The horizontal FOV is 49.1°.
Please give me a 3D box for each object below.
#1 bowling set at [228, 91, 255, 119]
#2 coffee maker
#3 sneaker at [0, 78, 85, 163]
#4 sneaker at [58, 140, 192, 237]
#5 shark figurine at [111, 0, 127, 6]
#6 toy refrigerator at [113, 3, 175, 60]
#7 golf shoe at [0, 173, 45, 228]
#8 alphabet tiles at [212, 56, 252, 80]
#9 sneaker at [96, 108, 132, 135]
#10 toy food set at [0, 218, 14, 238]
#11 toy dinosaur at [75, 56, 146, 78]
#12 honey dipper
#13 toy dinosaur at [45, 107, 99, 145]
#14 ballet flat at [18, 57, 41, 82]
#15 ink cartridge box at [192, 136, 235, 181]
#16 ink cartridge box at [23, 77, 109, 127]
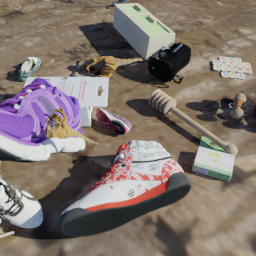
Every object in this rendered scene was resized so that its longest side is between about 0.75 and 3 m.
[{"bbox_3d":[3.885,-0.717,7.412,2.201,1.532,1.182,14,49,18],"label":"bowling set"},{"bbox_3d":[1.518,-2.122,9.267,1.274,0.893,1.326,44,58,6],"label":"coffee maker"},{"bbox_3d":[-1.519,-0.182,4.085,1.179,1.220,2.924,3,2,11],"label":"sneaker"},{"bbox_3d":[-0.208,1.156,5.970,2.811,0.939,1.507,-15,47,-18],"label":"sneaker"},{"bbox_3d":[-0.174,-5.841,12.960,0.648,1.085,0.453,-10,82,-49],"label":"shark figurine"},{"bbox_3d":[0.512,-3.736,10.511,1.078,0.994,2.841,-14,47,-22],"label":"toy refrigerator"},{"bbox_3d":[-2.328,1.408,5.297,0.694,1.785,0.843,-49,17,-10],"label":"golf shoe"},{"bbox_3d":[3.579,-2.103,9.655,1.281,0.094,1.253,7,46,7],"label":"alphabet tiles"},{"bbox_3d":[-0.411,-0.199,7.637,1.122,0.452,0.419,34,39,19],"label":"sneaker"},{"bbox_3d":[-2.911,1.285,5.196,0.549,1.305,1.818,-34,75,6],"label":"toy food set"},{"bbox_3d":[-0.569,-2.151,9.266,2.464,0.744,1.309,-1,45,-1],"label":"toy dinosaur"},{"bbox_3d":[1.713,-0.164,7.510,0.533,0.533,2.805,-33,55,-28],"label":"honey dipper"},{"bbox_3d":[-0.844,0.028,3.745,0.301,0.997,0.529,-28,75,21],"label":"toy dinosaur"},{"bbox_3d":[-3.293,-2.108,9.408,0.499,0.499,1.344,4,46,4],"label":"ballet flat"},{"bbox_3d":[2.150,0.651,6.899,0.882,0.291,1.212,15,50,15],"label":"ink cartridge box"},{"bbox_3d":[-1.713,-0.746,7.859,2.343,0.795,1.359,-1,46,0],"label":"ink cartridge box"}]
